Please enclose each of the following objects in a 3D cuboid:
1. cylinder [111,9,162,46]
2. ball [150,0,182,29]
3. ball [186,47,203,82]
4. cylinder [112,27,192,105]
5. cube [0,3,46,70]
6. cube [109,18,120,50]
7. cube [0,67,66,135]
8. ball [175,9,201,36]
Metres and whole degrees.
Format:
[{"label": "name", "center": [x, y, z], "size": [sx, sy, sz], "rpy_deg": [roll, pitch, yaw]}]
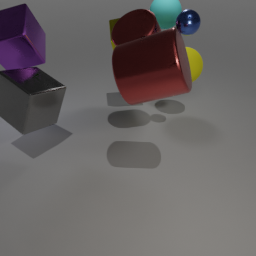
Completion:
[{"label": "cylinder", "center": [0.408, -2.595, 8.551], "size": [1.400, 1.400, 1.400], "rpy_deg": [-11, 62, 21]}, {"label": "ball", "center": [1.636, -5.060, 12.225], "size": [1.400, 1.400, 1.400], "rpy_deg": [0, 30, 0]}, {"label": "ball", "center": [2.169, -2.396, 10.800], "size": [1.400, 1.400, 1.400], "rpy_deg": [0, 30, 0]}, {"label": "cylinder", "center": [0.563, -1.322, 6.200], "size": [1.400, 1.400, 1.400], "rpy_deg": [-11, 25, 22]}, {"label": "cube", "center": [-3.671, -2.926, 9.239], "size": [1.400, 1.400, 1.400], "rpy_deg": [-12, 63, 7]}, {"label": "cube", "center": [0.117, -3.312, 10.804], "size": [1.400, 1.400, 1.400], "rpy_deg": [-10, 53, 4]}, {"label": "cube", "center": [-2.990, -0.881, 8.544], "size": [1.400, 1.400, 1.400], "rpy_deg": [34, 31, 19]}, {"label": "ball", "center": [1.702, -2.990, 7.948], "size": [0.700, 0.700, 0.700], "rpy_deg": [0, 30, 0]}]
